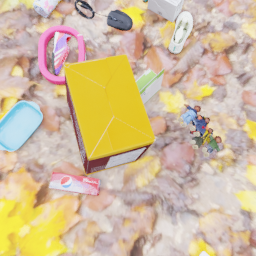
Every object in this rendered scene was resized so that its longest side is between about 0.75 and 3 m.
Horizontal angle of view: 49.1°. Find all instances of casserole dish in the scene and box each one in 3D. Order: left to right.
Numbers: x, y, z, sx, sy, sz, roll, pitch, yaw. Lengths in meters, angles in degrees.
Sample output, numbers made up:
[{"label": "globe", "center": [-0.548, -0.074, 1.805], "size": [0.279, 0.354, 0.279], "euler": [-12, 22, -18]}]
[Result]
[{"label": "casserole dish", "center": [-4.147, -0.049, 10.664], "size": [1.299, 0.416, 2.145], "euler": [35, 78, 9]}]

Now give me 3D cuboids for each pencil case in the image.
[{"label": "pencil case", "center": [-3.347, -5.614, 12.107], "size": [0.768, 0.704, 1.694], "euler": [36, 75, -15]}]

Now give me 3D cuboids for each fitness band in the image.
[{"label": "fitness band", "center": [-2.707, -3.036, 11.489], "size": [1.908, 0.497, 2.657], "euler": [-5, 73, -1]}]

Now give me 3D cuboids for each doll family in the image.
[{"label": "doll family", "center": [2.058, 0.009, 7.897], "size": [0.930, 0.632, 1.610], "euler": [-36, 106, -31]}]

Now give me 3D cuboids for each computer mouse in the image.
[{"label": "computer mouse", "center": [-0.726, -3.619, 9.027], "size": [2.065, 0.351, 0.605], "euler": [8, 113, -27]}]

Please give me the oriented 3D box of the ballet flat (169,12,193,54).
[{"label": "ballet flat", "center": [2.272, -4.127, 11.694], "size": [0.746, 0.746, 2.149], "euler": [19, 75, 5]}]

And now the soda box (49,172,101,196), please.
[{"label": "soda box", "center": [-1.862, 2.000, 9.997], "size": [1.727, 0.547, 0.604], "euler": [8, 74, 3]}]

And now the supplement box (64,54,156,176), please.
[{"label": "supplement box", "center": [-0.784, -0.278, 9.270], "size": [1.956, 2.946, 2.906], "euler": [-14, 74, -14]}]

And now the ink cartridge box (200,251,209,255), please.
[{"label": "ink cartridge box", "center": [2.750, 4.832, 9.205], "size": [1.444, 0.490, 0.838], "euler": [41, 78, 11]}]

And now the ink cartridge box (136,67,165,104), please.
[{"label": "ink cartridge box", "center": [0.582, -1.571, 10.335], "size": [1.386, 1.876, 0.711], "euler": [-44, 78, -11]}]

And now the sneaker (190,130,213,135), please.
[{"label": "sneaker", "center": [2.377, 0.151, 9.065], "size": [0.446, 0.933, 0.370], "euler": [32, 83, -21]}]

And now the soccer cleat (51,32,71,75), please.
[{"label": "soccer cleat", "center": [-2.733, -3.035, 11.447], "size": [0.687, 0.641, 1.878], "euler": [4, 74, -10]}]

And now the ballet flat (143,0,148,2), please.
[{"label": "ballet flat", "center": [0.985, -5.881, 12.427], "size": [0.806, 0.272, 0.257], "euler": [-32, 73, -8]}]

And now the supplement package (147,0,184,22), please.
[{"label": "supplement package", "center": [1.598, -5.355, 11.865], "size": [1.333, 1.038, 0.739], "euler": [34, 77, 9]}]
